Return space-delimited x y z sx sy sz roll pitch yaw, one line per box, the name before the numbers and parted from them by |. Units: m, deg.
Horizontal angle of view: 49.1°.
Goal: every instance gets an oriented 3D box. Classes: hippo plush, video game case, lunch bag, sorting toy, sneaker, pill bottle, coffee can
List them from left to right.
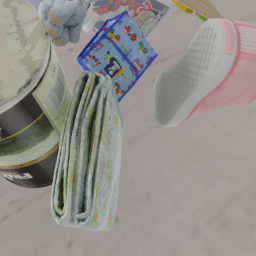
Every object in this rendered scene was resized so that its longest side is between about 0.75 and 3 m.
coffee can | -1.727 -0.312 4.246 1.846 2.523 1.846 -1 63 3
hippo plush | -1.004 -1.694 3.970 0.719 0.895 0.713 43 29 15
pill bottle | -1.322 -3.017 7.077 1.144 0.666 0.666 36 36 -26
lunch bag | -0.313 -1.461 6.098 0.781 1.250 1.660 0 50 52
video game case | -0.007 -3.681 8.910 2.199 0.277 2.413 33 70 10
sorting toy | 1.708 -3.462 7.606 2.225 0.406 2.060 19 40 -30
sneaker | 1.437 -0.682 4.656 1.526 2.919 1.099 0 77 -13

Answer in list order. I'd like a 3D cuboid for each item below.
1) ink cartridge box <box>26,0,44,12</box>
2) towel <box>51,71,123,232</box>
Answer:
ink cartridge box | -2.418 -3.496 7.632 0.516 2.461 1.468 -45 18 9
towel | -0.478 0.501 4.223 0.554 2.302 1.971 4 69 7
